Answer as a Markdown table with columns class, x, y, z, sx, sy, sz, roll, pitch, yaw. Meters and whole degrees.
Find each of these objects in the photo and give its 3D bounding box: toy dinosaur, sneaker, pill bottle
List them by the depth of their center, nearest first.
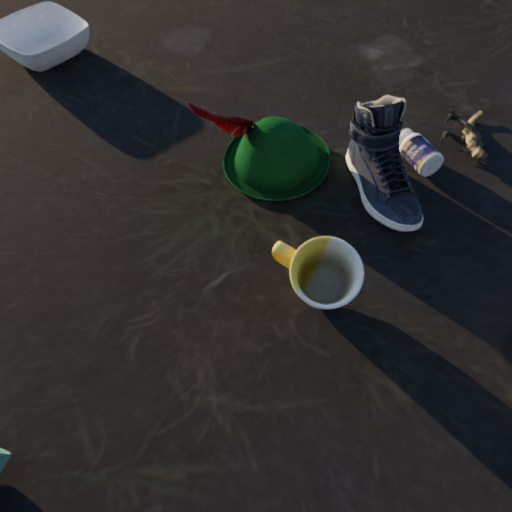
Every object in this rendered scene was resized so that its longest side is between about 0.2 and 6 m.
| class | x | y | z | sx | sy | sz | roll | pitch | yaw |
| --- | --- | --- | --- | --- | --- | --- | --- | --- | --- |
| sneaker | 2.417 | -1.791 | 10.278 | 0.947 | 1.799 | 2.490 | -14 | 54 | -14 |
| pill bottle | 3.248 | -2.112 | 11.291 | 0.555 | 0.555 | 1.000 | -21 | 54 | -16 |
| toy dinosaur | 4.374 | -2.593 | 11.728 | 0.874 | 0.471 | 1.983 | 20 | 47 | -2 |

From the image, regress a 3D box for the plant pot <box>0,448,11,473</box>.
| class | x | y | z | sx | sy | sz | roll | pitch | yaw |
| --- | --- | --- | --- | --- | --- | --- | --- | --- | --- |
| plant pot | -4.171 | 2.830 | 6.647 | 1.867 | 1.867 | 1.498 | 13 | 68 | 10 |

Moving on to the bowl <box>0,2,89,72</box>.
| class | x | y | z | sx | sy | sz | roll | pitch | yaw |
| --- | --- | --- | --- | --- | --- | --- | --- | --- | --- |
| bowl | -5.243 | -5.281 | 13.705 | 1.965 | 0.735 | 1.968 | 35 | 59 | 25 |

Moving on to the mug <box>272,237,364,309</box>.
| class | x | y | z | sx | sy | sz | roll | pitch | yaw |
| --- | --- | --- | --- | --- | --- | --- | --- | --- | --- |
| mug | 1.022 | 0.252 | 8.895 | 1.102 | 1.129 | 1.376 | -26 | 76 | -3 |

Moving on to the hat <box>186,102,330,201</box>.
| class | x | y | z | sx | sy | sz | roll | pitch | yaw |
| --- | --- | --- | --- | --- | --- | --- | --- | --- | --- |
| hat | 0.331 | -2.489 | 10.448 | 2.156 | 2.291 | 2.603 | 15 | 55 | 13 |
